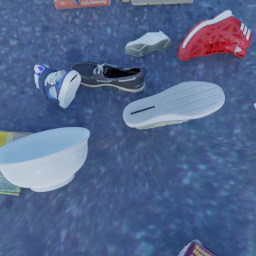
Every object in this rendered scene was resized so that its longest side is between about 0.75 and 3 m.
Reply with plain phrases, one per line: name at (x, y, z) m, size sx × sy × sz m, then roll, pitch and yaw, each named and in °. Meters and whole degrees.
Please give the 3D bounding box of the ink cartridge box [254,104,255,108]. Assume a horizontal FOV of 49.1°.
ink cartridge box at (5.247, 0.012, 8.081) m, size 2.868 × 0.688 × 2.087 m, roll -13°, pitch 63°, yaw -6°

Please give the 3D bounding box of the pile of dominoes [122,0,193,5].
pile of dominoes at (1.033, -5.558, 11.274) m, size 2.686 × 0.428 × 2.094 m, roll -7°, pitch 62°, yaw -13°

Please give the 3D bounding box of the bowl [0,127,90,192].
bowl at (-2.055, 0.859, 7.129) m, size 2.431 × 2.431 × 1.093 m, roll -12°, pitch 106°, yaw -6°

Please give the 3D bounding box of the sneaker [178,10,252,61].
sneaker at (3.091, -2.842, 9.359) m, size 2.799 × 1.097 × 1.617 m, roll -39°, pitch 68°, yaw -17°

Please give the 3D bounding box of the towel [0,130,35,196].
towel at (-3.397, 0.906, 7.896) m, size 1.325 × 0.210 × 1.844 m, roll 7°, pitch 63°, yaw 3°

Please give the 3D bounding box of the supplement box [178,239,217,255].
supplement box at (1.277, 3.936, 5.680) m, size 1.714 × 1.351 × 2.618 m, roll 35°, pitch 68°, yaw 16°

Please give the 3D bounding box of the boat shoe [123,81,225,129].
boat shoe at (1.239, -0.585, 7.806) m, size 2.778 × 0.862 × 1.000 m, roll -11°, pitch 75°, yaw 18°

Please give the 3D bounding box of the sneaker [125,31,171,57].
sneaker at (0.639, -2.944, 9.740) m, size 1.637 × 0.576 × 0.656 m, roll -16°, pitch 56°, yaw -15°

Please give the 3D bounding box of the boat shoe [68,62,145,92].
boat shoe at (-0.700, -1.822, 8.963) m, size 2.570 × 0.806 × 0.933 m, roll 12°, pitch 63°, yaw 6°

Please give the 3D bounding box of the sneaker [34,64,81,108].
sneaker at (-2.148, -1.383, 7.945) m, size 1.397 × 1.908 × 0.769 m, roll 39°, pitch 67°, yaw -2°

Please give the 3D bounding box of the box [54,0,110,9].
box at (-1.788, -5.940, 9.938) m, size 2.161 × 2.838 × 1.509 m, roll -6°, pitch 63°, yaw -3°
